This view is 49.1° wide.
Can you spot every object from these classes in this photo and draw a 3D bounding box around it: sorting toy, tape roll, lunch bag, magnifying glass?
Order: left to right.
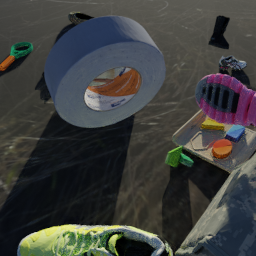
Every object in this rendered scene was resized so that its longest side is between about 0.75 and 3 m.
[{"bbox_3d":[-4.499,-2.899,11.177,0.822,0.231,2.066,9,42,9],"label":"magnifying glass"},{"bbox_3d":[-0.320,-0.756,4.224,1.741,1.741,0.575,-16,59,-17],"label":"tape roll"},{"bbox_3d":[2.176,0.449,7.428,1.905,0.379,2.578,31,51,29],"label":"sorting toy"},{"bbox_3d":[2.700,2.048,4.555,2.873,1.689,2.356,38,62,15],"label":"lunch bag"}]

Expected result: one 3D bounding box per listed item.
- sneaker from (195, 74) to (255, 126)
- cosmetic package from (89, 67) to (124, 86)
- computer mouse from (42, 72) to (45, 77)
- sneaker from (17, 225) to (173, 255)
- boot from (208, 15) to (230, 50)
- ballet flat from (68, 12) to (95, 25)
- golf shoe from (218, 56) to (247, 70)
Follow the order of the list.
[{"bbox_3d":[1.748,-0.300,3.865,1.667,0.659,0.795,25,18,34],"label":"sneaker"},{"bbox_3d":[-0.819,-1.889,9.414,2.505,1.093,1.295,3,43,3],"label":"cosmetic package"},{"bbox_3d":[-2.442,-2.215,10.343,0.949,0.311,1.352,23,48,24],"label":"computer mouse"},{"bbox_3d":[-0.598,2.141,5.095,2.863,1.094,1.079,0,45,2],"label":"sneaker"},{"bbox_3d":[2.465,-2.461,7.239,0.904,0.760,0.345,-5,28,-46],"label":"boot"},{"bbox_3d":[-1.846,-5.106,13.205,2.719,0.630,0.916,34,52,31],"label":"ballet flat"},{"bbox_3d":[3.954,-2.441,10.476,1.087,0.479,0.420,-3,42,-5],"label":"golf shoe"}]
